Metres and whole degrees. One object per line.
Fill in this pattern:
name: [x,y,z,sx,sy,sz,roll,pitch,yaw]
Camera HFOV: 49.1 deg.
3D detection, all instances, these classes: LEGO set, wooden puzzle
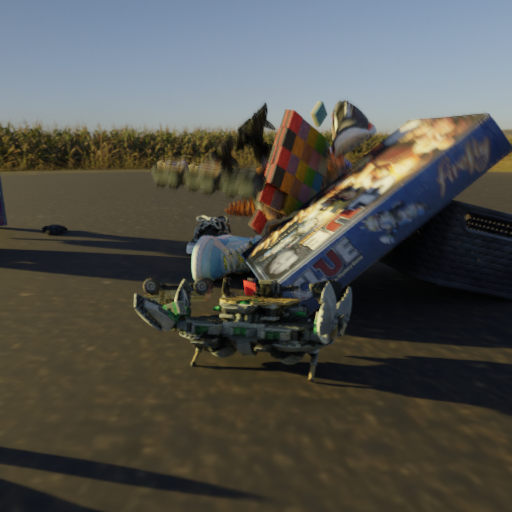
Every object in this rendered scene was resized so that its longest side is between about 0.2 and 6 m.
LEGO set: [-0.156,0.747,6.185,2.266,0.989,3.489,0,-2,-9]
wooden puzzle: [0.698,-1.415,9.472,0.184,2.619,1.553,16,-3,35]

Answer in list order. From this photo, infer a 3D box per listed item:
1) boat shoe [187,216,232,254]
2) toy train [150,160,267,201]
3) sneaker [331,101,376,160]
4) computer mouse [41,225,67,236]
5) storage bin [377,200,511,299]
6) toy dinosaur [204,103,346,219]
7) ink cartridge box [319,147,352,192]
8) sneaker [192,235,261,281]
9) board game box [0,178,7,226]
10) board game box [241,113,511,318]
boat shoe: [-0.936,-0.489,11.958,0.783,0.725,2.122,3,12,15]
toy train: [-0.753,-1.176,8.269,2.296,0.392,0.526,14,39,40]
sneaker: [1.574,-2.311,9.996,0.810,0.861,2.102,-32,5,20]
computer mouse: [-5.125,-0.691,14.194,0.640,0.244,0.924,-3,12,-17]
storage bin: [2.908,-0.293,8.924,1.743,1.209,2.579,11,8,-13]
toy dinosaur: [0.244,-1.567,11.884,3.696,2.508,1.888,-36,13,36]
ink cartridge box: [1.724,-1.536,11.774,0.358,1.708,1.019,-33,64,-20]
sneaker: [-0.242,0.011,9.438,1.254,0.764,1.921,3,13,17]
board game box: [-7.945,-1.475,13.126,3.655,0.901,4.626,17,-25,-15]
board game box: [1.488,-0.670,8.036,3.533,0.611,2.394,-39,15,-1]
